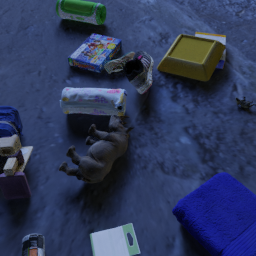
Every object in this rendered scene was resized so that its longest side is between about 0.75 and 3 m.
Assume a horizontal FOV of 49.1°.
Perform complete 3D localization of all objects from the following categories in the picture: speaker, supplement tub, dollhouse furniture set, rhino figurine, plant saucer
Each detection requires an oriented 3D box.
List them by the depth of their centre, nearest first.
[{"bbox_3d":[-2.129,2.862,6.298,0.497,0.497,0.812,-8,48,-8],"label":"supplement tub"},{"bbox_3d":[-3.792,0.805,7.683,2.230,1.767,1.582,-6,32,-1],"label":"dollhouse furniture set"},{"bbox_3d":[-0.684,0.502,8.260,1.214,0.830,2.777,31,52,11],"label":"rhino figurine"},{"bbox_3d":[2.574,-3.033,11.378,2.208,0.535,2.209,19,60,25],"label":"plant saucer"},{"bbox_3d":[-2.348,-5.860,14.046,2.402,1.062,1.062,15,49,13],"label":"speaker"}]

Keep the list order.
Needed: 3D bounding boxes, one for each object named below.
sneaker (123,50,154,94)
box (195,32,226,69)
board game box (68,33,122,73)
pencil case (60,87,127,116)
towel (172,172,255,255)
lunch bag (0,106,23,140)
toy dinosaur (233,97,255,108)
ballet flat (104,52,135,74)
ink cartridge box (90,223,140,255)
[{"bbox_3d":[0.356,-2.352,10.578,0.854,1.013,2.316,-30,39,30],"label":"sneaker"},{"bbox_3d":[3.467,-3.321,12.083,1.376,0.479,2.312,11,51,10],"label":"box"},{"bbox_3d":[-1.382,-3.288,12.084,1.489,0.379,2.200,18,50,16],"label":"board game box"},{"bbox_3d":[-1.125,-0.863,9.461,2.205,0.917,1.000,4,37,4],"label":"pencil case"},{"bbox_3d":[2.679,2.504,6.570,2.136,0.717,2.892,-24,51,-29],"label":"towel"},{"bbox_3d":[-4.000,0.120,8.387,1.718,1.167,1.137,-1,48,-3],"label":"lunch bag"},{"bbox_3d":[4.166,-0.855,9.951,0.787,0.303,0.402,36,70,20],"label":"toy dinosaur"},{"bbox_3d":[-0.250,-2.638,11.480,1.544,0.536,0.536,-29,54,-23],"label":"ballet flat"},{"bbox_3d":[-0.316,2.749,6.567,1.047,0.251,0.762,-11,48,-10],"label":"ink cartridge box"}]
